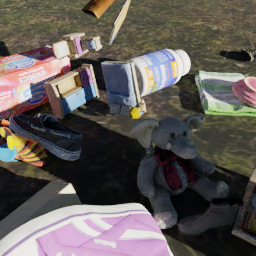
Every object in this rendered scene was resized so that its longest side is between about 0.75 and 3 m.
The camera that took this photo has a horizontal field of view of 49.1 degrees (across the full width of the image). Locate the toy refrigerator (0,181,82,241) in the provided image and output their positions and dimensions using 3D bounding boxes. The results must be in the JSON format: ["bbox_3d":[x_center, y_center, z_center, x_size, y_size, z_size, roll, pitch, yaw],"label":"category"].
[{"bbox_3d":[-1.806,1.836,5.211,0.721,0.664,1.899,-5,25,44],"label":"toy refrigerator"}]

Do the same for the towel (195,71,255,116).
[{"bbox_3d":[3.405,-1.260,9.691,1.879,0.387,2.519,2,37,3],"label":"towel"}]

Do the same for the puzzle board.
[{"bbox_3d":[-0.273,-3.479,9.009,0.120,1.037,1.376,26,66,-4],"label":"puzzle board"}]

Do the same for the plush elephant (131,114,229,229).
[{"bbox_3d":[1.010,0.578,6.075,1.883,1.770,2.287,-14,39,-18],"label":"plush elephant"}]

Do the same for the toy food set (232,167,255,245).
[{"bbox_3d":[3.028,1.671,5.610,1.388,0.585,1.935,20,41,24],"label":"toy food set"}]

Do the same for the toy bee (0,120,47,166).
[{"bbox_3d":[-2.904,0.329,6.876,1.876,1.020,1.228,11,-6,-21],"label":"toy bee"}]

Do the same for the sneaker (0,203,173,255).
[{"bbox_3d":[-0.403,2.053,4.165,2.903,1.052,1.655,1,37,-37],"label":"sneaker"}]

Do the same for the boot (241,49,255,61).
[{"bbox_3d":[5.513,-3.232,12.346,0.768,0.373,1.020,-3,31,-3],"label":"boot"}]

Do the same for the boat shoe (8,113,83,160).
[{"bbox_3d":[-2.205,-0.007,7.441,2.437,0.826,0.874,25,19,27],"label":"boat shoe"}]

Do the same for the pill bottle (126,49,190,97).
[{"bbox_3d":[1.068,-2.050,9.966,2.358,1.322,1.322,-24,43,-29],"label":"pill bottle"}]

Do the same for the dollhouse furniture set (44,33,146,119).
[{"bbox_3d":[-0.948,-1.340,8.084,2.579,2.435,1.683,13,38,36],"label":"dollhouse furniture set"}]

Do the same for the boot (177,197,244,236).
[{"bbox_3d":[1.574,1.655,5.450,1.232,0.804,0.417,-6,37,-8],"label":"boot"}]

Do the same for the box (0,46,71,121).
[{"bbox_3d":[-3.376,-1.529,9.183,2.822,1.448,1.336,-29,46,-34],"label":"box"}]

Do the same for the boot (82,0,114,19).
[{"bbox_3d":[-0.698,-4.210,8.711,1.832,0.627,1.725,-46,49,2],"label":"boot"}]

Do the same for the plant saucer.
[{"bbox_3d":[4.365,-1.186,9.256,1.743,0.442,1.743,10,37,-7],"label":"plant saucer"}]
